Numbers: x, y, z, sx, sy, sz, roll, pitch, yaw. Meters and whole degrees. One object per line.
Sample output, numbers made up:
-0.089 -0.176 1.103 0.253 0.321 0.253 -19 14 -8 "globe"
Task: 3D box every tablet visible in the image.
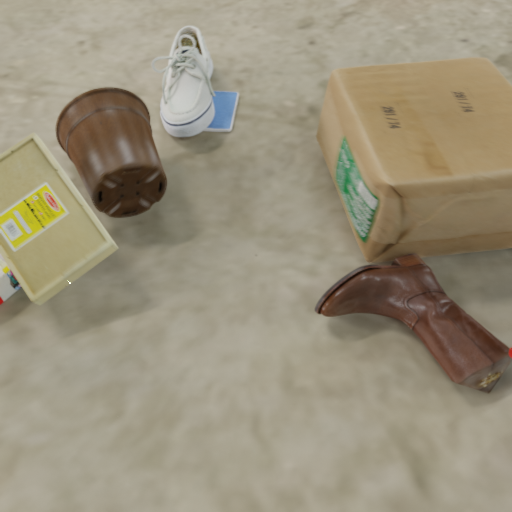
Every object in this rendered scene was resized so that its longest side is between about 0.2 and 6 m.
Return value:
-0.815 -2.837 10.933 0.830 0.087 1.276 4 50 4 "tablet"

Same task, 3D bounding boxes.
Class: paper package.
2.731 -1.620 8.812 2.962 1.608 3.108 -7 48 -7 "paper package"

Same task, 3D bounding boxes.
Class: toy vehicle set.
-3.045 -0.546 7.772 1.312 0.280 2.111 -36 76 -7 "toy vehicle set"

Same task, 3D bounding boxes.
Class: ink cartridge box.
-3.740 0.182 8.042 0.786 0.455 1.353 30 59 22 "ink cartridge box"

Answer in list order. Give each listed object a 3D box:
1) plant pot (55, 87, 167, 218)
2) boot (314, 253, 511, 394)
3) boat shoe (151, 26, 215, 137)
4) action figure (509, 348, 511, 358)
-2.225 -1.573 8.976 1.585 1.585 1.569 -19 59 -16 "plant pot"
2.062 1.005 7.256 1.946 0.671 2.088 -21 56 -20 "boot"
-1.336 -3.548 10.684 1.088 1.256 2.945 -4 48 9 "boat shoe"
4.101 1.219 6.565 2.240 0.579 0.733 16 81 -15 "action figure"
